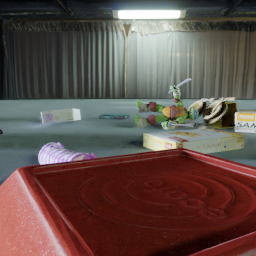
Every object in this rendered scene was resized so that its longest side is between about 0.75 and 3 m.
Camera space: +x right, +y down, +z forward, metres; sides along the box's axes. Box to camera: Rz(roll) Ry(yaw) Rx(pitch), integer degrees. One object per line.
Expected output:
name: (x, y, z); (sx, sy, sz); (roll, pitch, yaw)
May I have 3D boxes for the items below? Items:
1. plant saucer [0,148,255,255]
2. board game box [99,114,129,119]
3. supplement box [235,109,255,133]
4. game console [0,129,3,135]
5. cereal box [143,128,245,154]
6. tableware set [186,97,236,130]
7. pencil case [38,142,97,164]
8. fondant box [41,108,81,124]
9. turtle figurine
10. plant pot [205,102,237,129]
plant saucer: (0.295, 0.630, 2.265); (2.545, 0.467, 2.540); (-5, 9, -28)
board game box: (-0.581, -0.493, 12.051); (1.129, 0.159, 0.763); (2, 7, 14)
supplement box: (3.746, -0.217, 8.259); (0.989, 0.577, 1.570); (4, 8, 27)
game console: (-4.419, 0.187, 6.714); (1.724, 1.141, 1.961); (-29, 3, 8)
cereal box: (1.280, 0.256, 5.587); (1.638, 0.324, 1.179); (-4, 8, -26)
tableware set: (2.357, -0.573, 8.804); (0.369, 1.216, 1.840); (40, -7, -17)
pencil case: (-0.824, 0.436, 3.722); (1.013, 0.433, 0.425); (9, -29, 48)
fondant box: (-2.261, -0.415, 9.632); (1.042, 0.420, 1.444); (-6, 1, 0)
turtle figurine: (1.103, -0.633, 8.336); (1.860, 1.380, 1.918); (-4, -2, 17)
plant pot: (2.960, -0.409, 9.150); (0.815, 0.820, 0.839); (-4, 2, -32)
